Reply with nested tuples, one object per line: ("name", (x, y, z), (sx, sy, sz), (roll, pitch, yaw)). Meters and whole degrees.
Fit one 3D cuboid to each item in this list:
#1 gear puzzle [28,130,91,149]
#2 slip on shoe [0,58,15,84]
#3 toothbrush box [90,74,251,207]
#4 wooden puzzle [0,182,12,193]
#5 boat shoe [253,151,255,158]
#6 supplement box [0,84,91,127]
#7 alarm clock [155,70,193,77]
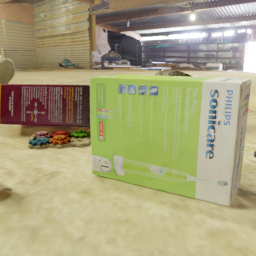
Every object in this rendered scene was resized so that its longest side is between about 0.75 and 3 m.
("gear puzzle", (-1.385, 0.207, 6.959), (2.045, 0.268, 1.059), (-2, 14, -8))
("slip on shoe", (-3.845, -1.579, 8.463), (0.626, 0.517, 1.689), (-8, -22, -35))
("toothbrush box", (0.618, 0.036, 4.618), (2.389, 1.739, 1.028), (7, 16, 29))
("wooden puzzle", (-2.727, 0.879, 4.134), (1.374, 0.343, 1.483), (11, 18, 40))
("boat shoe", (2.953, 0.531, 5.657), (0.793, 0.281, 0.360), (7, -6, -18))
("supplement box", (-2.176, -0.615, 7.996), (2.603, 1.115, 1.436), (2, 1, 6))
("alarm clock", (1.846, -1.750, 11.252), (1.691, 0.834, 2.507), (10, -12, 10))
